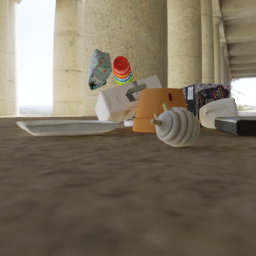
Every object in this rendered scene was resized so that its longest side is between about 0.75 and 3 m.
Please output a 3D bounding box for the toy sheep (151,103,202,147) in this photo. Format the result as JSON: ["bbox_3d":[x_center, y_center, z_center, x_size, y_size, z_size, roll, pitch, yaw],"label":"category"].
[{"bbox_3d":[0.884,-0.036,5.188,1.175,0.810,0.810,7,-1,-29],"label":"toy sheep"}]

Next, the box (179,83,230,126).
[{"bbox_3d":[3.536,-1.098,13.504,1.692,1.948,2.949,0,3,-6],"label":"box"}]

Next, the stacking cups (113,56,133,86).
[{"bbox_3d":[-0.261,-2.277,11.659,0.867,0.867,2.867,0,1,3],"label":"stacking cups"}]

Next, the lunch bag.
[{"bbox_3d":[-1.074,-2.019,9.974,0.710,1.165,0.992,14,42,-25],"label":"lunch bag"}]

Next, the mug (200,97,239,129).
[{"bbox_3d":[3.444,-0.580,10.742,1.341,1.130,1.530,-9,-19,26],"label":"mug"}]

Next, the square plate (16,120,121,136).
[{"bbox_3d":[-1.971,-0.041,8.795,2.706,0.385,2.680,-1,3,-26],"label":"square plate"}]

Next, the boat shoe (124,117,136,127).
[{"bbox_3d":[0.282,-0.499,12.911,0.869,0.824,2.486,0,3,-4],"label":"boat shoe"}]

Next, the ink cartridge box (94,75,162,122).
[{"bbox_3d":[0.040,-1.026,11.124,2.414,1.014,1.756,-19,-10,-20],"label":"ink cartridge box"}]

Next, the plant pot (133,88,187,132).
[{"bbox_3d":[1.182,-0.616,9.703,2.053,1.437,2.053,0,2,0],"label":"plant pot"}]

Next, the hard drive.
[{"bbox_3d":[4.000,-0.085,8.716,2.017,0.475,2.890,0,3,6],"label":"hard drive"}]
